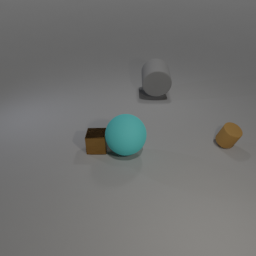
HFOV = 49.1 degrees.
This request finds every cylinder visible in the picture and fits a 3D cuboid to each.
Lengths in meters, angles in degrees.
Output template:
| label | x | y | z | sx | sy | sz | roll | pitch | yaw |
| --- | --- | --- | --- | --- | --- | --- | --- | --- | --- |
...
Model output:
| label | x | y | z | sx | sy | sz | roll | pitch | yaw |
| --- | --- | --- | --- | --- | --- | --- | --- | --- | --- |
| cylinder | 3.619 | 0.273 | 10.065 | 0.700 | 0.700 | 0.700 | 9 | 48 | -10 |
| cylinder | 1.374 | -2.482 | 13.731 | 1.400 | 1.400 | 1.400 | 0 | 38 | 1 |

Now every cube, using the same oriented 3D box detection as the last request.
| label | x | y | z | sx | sy | sz | roll | pitch | yaw |
| --- | --- | --- | --- | --- | --- | --- | --- | --- | --- |
| cube | -1.102 | 0.460 | 9.915 | 0.700 | 0.700 | 0.700 | -1 | 30 | 2 |

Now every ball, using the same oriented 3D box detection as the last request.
| label | x | y | z | sx | sy | sz | roll | pitch | yaw |
| --- | --- | --- | --- | --- | --- | --- | --- | --- | --- |
| ball | -0.073 | 0.225 | 9.463 | 1.400 | 1.400 | 1.400 | 0 | 30 | 0 |
